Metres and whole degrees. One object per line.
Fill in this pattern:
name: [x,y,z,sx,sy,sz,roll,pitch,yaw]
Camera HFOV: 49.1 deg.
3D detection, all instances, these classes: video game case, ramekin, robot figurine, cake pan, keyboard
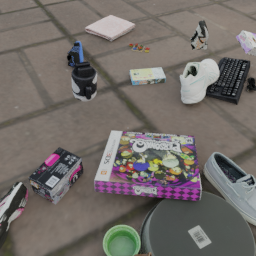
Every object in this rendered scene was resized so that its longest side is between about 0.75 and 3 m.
video game case: [0.604,0.926,7.837,2.644,0.473,2.397,4,32,7]
ramekin: [-0.139,2.714,6.424,0.847,0.414,0.847,0,44,0]
robot figurine: [-1.424,-1.478,9.064,0.821,1.316,0.989,15,46,8]
cake pan: [1.639,2.593,6.489,2.751,0.504,2.751,0,44,0]
keyboard: [4.346,-2.008,11.339,1.790,0.382,2.981,19,48,18]

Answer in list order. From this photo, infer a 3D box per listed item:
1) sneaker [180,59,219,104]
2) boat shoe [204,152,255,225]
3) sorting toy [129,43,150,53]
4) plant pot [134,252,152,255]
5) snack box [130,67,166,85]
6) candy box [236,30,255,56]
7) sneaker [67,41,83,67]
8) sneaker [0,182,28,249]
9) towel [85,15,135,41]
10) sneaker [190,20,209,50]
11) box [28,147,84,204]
sneaker: [2.778,-2.104,10.750,1.004,1.144,2.855,2,37,34]
boat shoe: [2.933,1.539,7.304,0.820,0.837,2.349,-22,48,-26]
sorting toy: [0.520,-3.828,13.339,1.081,0.183,0.521,14,46,14]
plant pot: [-0.224,3.111,5.469,1.325,1.338,1.338,-1,44,10]
snack box: [0.801,-2.137,11.537,1.372,0.255,0.797,-5,44,-6]
candy box: [3.869,-2.618,8.725,0.848,0.303,0.711,-1,62,-35]
sneaker: [-2.394,-3.341,12.519,0.689,0.620,1.768,-2,45,-13]
sneaker: [-3.196,2.064,6.891,0.783,0.728,1.814,10,44,12]
towel: [-0.915,-5.276,14.738,1.911,0.323,2.001,31,52,27]
sneaker: [2.338,-2.974,9.208,0.548,1.369,0.505,-10,69,9]
box: [-1.918,1.295,7.673,0.828,0.719,1.253,23,50,20]
